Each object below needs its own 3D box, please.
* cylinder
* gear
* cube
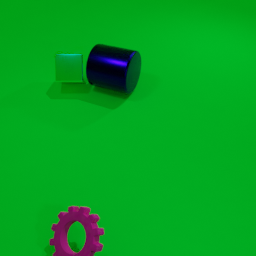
[{"bbox_3d":[-0.439,-1.928,9.118,1.391,1.391,1.391,16,46,17],"label":"cylinder"},{"bbox_3d":[-0.967,2.032,5.222,1.102,0.204,1.102,-9,69,26],"label":"gear"},{"bbox_3d":[-1.870,-1.936,9.278,0.880,0.880,0.880,0,5,0],"label":"cube"}]
